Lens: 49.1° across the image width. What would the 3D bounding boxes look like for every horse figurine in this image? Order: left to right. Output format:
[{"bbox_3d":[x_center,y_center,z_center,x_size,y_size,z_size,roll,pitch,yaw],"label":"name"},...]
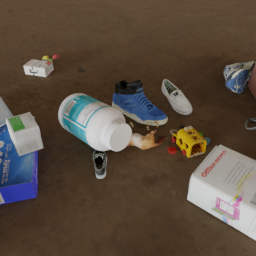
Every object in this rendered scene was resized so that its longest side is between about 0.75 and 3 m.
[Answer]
[{"bbox_3d":[0.320,0.266,8.725,1.813,0.453,1.202,9,49,3],"label":"horse figurine"}]

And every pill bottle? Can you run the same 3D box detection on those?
[{"bbox_3d":[-0.972,-0.139,8.386,1.314,1.314,2.372,-28,38,-32],"label":"pill bottle"}]

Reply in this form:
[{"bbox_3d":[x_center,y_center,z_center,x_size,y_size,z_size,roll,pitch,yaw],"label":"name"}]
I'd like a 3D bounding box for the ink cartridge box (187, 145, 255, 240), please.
[{"bbox_3d":[2.748,1.510,6.730,2.153,0.911,1.556,28,45,30],"label":"ink cartridge box"}]

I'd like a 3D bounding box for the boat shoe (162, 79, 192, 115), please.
[{"bbox_3d":[1.714,-1.143,10.246,0.603,0.547,1.639,-36,58,-6],"label":"boat shoe"}]

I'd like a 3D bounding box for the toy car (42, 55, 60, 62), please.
[{"bbox_3d":[-3.819,-3.398,13.842,0.855,0.191,0.805,-7,37,-9],"label":"toy car"}]

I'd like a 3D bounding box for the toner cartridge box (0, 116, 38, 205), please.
[{"bbox_3d":[-3.303,0.795,7.915,1.376,0.625,2.896,-9,38,-12],"label":"toner cartridge box"}]

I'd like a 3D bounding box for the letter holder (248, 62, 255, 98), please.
[{"bbox_3d":[5.463,-1.721,10.688,0.928,1.311,1.845,1,37,2],"label":"letter holder"}]

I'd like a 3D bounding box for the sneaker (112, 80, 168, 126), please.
[{"bbox_3d":[0.412,-0.968,9.680,2.225,1.238,0.854,26,35,31],"label":"sneaker"}]

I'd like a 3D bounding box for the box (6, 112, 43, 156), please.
[{"bbox_3d":[-2.786,0.154,7.558,0.685,0.799,0.795,-19,42,-26],"label":"box"}]

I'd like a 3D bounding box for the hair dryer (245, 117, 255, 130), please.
[{"bbox_3d":[5.537,-0.486,9.508,2.177,0.776,2.858,28,44,33],"label":"hair dryer"}]

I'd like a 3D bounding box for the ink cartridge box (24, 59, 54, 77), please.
[{"bbox_3d":[-4.054,-2.731,12.747,1.062,0.440,0.779,9,38,12],"label":"ink cartridge box"}]

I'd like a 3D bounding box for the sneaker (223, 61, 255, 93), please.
[{"bbox_3d":[4.481,-2.164,11.768,1.079,0.976,2.534,15,31,34],"label":"sneaker"}]

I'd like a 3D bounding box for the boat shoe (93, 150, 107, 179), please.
[{"bbox_3d":[-0.781,0.910,7.955,0.408,0.401,1.131,-7,38,-9],"label":"boat shoe"}]

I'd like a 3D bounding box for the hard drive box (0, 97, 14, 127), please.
[{"bbox_3d":[-5.024,-0.267,8.350,2.518,0.967,1.962,-37,40,-21],"label":"hard drive box"}]

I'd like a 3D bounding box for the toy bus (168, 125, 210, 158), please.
[{"bbox_3d":[1.826,0.275,8.571,1.308,0.676,1.234,14,39,17],"label":"toy bus"}]
